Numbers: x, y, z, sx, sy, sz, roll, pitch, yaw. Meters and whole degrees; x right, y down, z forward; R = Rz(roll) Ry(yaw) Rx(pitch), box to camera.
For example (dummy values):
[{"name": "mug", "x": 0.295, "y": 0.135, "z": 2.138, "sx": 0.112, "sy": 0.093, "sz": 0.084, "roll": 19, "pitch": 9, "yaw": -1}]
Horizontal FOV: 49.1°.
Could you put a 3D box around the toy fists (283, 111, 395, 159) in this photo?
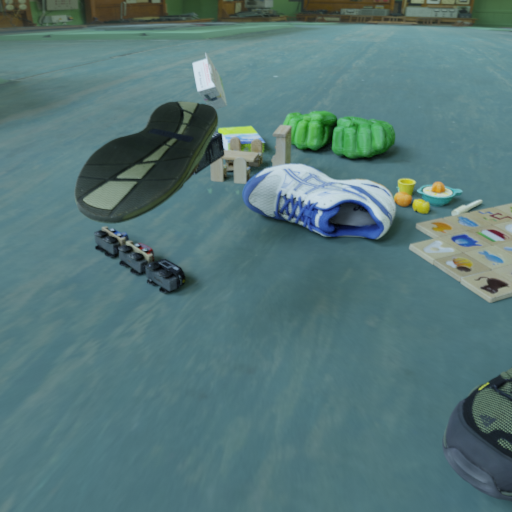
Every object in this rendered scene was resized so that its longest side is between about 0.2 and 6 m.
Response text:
[{"name": "toy fists", "x": 2.099, "y": -3.228, "z": 14.676, "sx": 3.002, "sy": 1.032, "sz": 1.530, "roll": 18, "pitch": 34, "yaw": 28}]

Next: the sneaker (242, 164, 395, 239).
[{"name": "sneaker", "x": 1.091, "y": -0.972, "z": 10.358, "sx": 2.916, "sy": 1.098, "sz": 1.285, "roll": 6, "pitch": 28, "yaw": 12}]

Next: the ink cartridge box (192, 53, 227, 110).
[{"name": "ink cartridge box", "x": -0.938, "y": -3.410, "z": 11.011, "sx": 0.373, "sy": 0.649, "sz": 1.107, "roll": -14, "pitch": -14, "yaw": 9}]

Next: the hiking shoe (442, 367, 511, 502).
[{"name": "hiking shoe", "x": 3.179, "y": 1.130, "z": 5.759, "sx": 3.370, "sy": 1.697, "sz": 1.276, "roll": -19, "pitch": 34, "yaw": -32}]

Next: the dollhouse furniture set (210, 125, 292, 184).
[{"name": "dollhouse furniture set", "x": -0.081, "y": -2.468, "z": 13.139, "sx": 1.706, "sy": 1.110, "sz": 1.567, "roll": 7, "pitch": 29, "yaw": 13}]

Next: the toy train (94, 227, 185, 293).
[{"name": "toy train", "x": -1.964, "y": -0.001, "z": 9.275, "sx": 0.540, "sy": 0.402, "sz": 2.359, "roll": -21, "pitch": 35, "yaw": -40}]

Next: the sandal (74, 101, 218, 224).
[{"name": "sandal", "x": -1.244, "y": -1.188, "z": 7.362, "sx": 1.131, "sy": 0.813, "sz": 2.848, "roll": 20, "pitch": 40, "yaw": 11}]

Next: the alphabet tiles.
[{"name": "alphabet tiles", "x": 4.852, "y": -0.119, "z": 9.792, "sx": 3.911, "sy": 0.124, "sz": 3.254, "roll": -12, "pitch": 31, "yaw": -21}]

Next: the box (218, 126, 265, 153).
[{"name": "box", "x": -0.403, "y": -3.100, "z": 15.090, "sx": 0.978, "sy": 0.382, "sz": 1.604, "roll": -7, "pitch": 29, "yaw": -12}]

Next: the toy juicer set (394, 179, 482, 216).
[{"name": "toy juicer set", "x": 3.678, "y": -1.214, "z": 11.468, "sx": 1.746, "sy": 0.475, "sz": 1.110, "roll": 14, "pitch": 31, "yaw": 23}]

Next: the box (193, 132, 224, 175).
[{"name": "box", "x": -1.087, "y": -1.790, "z": 9.271, "sx": 0.831, "sy": 0.433, "sz": 0.757, "roll": 23, "pitch": 48, "yaw": 30}]
